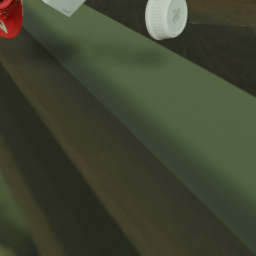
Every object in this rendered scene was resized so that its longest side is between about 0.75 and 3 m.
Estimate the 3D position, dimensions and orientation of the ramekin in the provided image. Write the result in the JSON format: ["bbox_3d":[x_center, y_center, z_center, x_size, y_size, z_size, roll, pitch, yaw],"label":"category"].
[{"bbox_3d":[0.889,-2.493,6.200,0.496,1.065,1.065,19,47,38],"label":"ramekin"}]

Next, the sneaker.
[{"bbox_3d":[-2.513,-2.576,5.357,0.994,2.581,1.096,-12,67,-19],"label":"sneaker"}]

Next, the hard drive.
[{"bbox_3d":[-0.965,-2.895,5.569,1.407,0.928,0.188,-38,80,18],"label":"hard drive"}]
